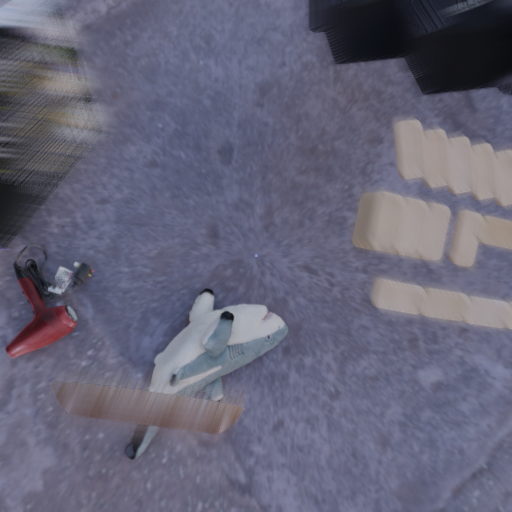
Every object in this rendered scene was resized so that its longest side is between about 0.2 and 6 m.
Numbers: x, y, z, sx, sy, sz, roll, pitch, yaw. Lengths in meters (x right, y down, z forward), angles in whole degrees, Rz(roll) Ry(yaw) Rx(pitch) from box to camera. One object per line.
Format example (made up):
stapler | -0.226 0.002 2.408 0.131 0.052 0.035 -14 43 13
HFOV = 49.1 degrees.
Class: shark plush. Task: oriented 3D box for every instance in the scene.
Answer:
shark plush | -0.976 2.199 9.747 1.459 1.591 3.503 42 75 -23

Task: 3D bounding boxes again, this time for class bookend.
bookend | 2.289 -3.529 8.427 2.666 1.228 2.649 -6 48 0

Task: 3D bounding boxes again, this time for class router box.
router box | -3.536 -1.977 8.055 0.801 2.338 3.135 6 44 16

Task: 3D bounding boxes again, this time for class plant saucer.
plant saucer | -1.373 1.950 7.079 2.410 2.410 0.387 7 71 1

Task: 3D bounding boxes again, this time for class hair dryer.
hair dryer | -3.975 0.926 10.373 1.591 0.568 2.089 14 73 19

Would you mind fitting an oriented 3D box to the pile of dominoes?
pile of dominoes | 2.964 -0.339 8.014 3.229 0.514 2.517 11 91 -20
